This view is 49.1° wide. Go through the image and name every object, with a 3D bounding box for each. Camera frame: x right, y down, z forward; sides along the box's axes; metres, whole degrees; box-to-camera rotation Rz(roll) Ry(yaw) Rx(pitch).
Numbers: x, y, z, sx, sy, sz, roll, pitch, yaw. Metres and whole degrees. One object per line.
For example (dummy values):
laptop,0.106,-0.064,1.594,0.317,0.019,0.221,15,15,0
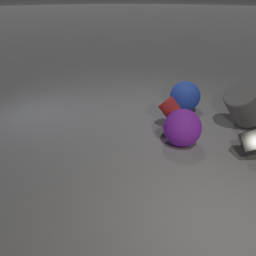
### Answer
cube,4.234,0.461,9.610,0.700,0.700,0.700,-17,-14,16
cylinder,4.845,-0.951,11.564,1.400,1.400,1.400,-25,37,21
ball,2.670,-1.477,13.086,1.400,1.400,1.400,0,27,0
cylinder,1.713,-0.817,11.435,0.700,0.700,0.700,-37,1,1
ball,2.022,-0.008,10.379,1.400,1.400,1.400,0,27,0
